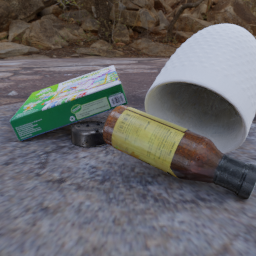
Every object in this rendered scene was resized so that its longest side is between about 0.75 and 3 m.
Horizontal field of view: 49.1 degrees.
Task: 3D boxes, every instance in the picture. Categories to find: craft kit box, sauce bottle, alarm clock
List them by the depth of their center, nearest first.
[{"bbox_3d":[0.845,0.408,4.912,2.707,0.894,0.894,25,27,25],"label":"sauce bottle"},{"bbox_3d":[-1.001,0.077,7.199,1.001,0.494,1.483,-9,16,-26],"label":"alarm clock"},{"bbox_3d":[-1.602,-0.891,8.217,2.950,0.716,2.913,-19,19,0],"label":"craft kit box"}]

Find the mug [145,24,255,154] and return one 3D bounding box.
[{"bbox_3d":[1.757,-0.733,5.890,1.934,2.620,2.297,15,56,27],"label":"mug"}]
